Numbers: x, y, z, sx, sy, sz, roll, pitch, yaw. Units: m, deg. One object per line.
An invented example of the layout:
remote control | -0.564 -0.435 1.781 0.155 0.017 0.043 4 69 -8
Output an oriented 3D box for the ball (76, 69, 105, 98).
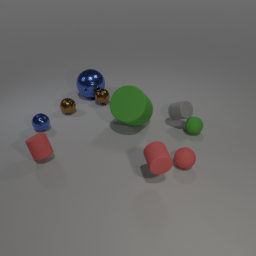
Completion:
ball | -1.806 -2.153 13.605 1.400 1.400 1.400 0 31 0

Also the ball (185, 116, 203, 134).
ball | 2.565 -0.098 10.881 0.700 0.700 0.700 0 31 0

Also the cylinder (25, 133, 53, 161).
cylinder | -2.951 0.616 9.356 0.700 0.700 0.700 -18 18 6

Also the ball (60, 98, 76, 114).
ball | -2.647 -0.976 12.345 0.700 0.700 0.700 0 31 0

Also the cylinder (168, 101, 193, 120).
cylinder | 2.066 -0.685 11.003 0.700 0.700 0.700 -24 10 -34

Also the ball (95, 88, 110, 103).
ball | -1.200 -1.494 13.062 0.700 0.700 0.700 0 31 0

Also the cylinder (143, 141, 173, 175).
cylinder | 0.864 0.863 8.104 0.700 0.700 0.700 -6 37 -10

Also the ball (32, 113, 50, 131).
ball | -3.456 -0.235 11.107 0.700 0.700 0.700 0 31 0

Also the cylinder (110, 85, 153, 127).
cylinder | 0.166 -0.820 10.895 1.400 1.400 1.400 11 -3 17

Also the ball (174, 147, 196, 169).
ball | 1.841 0.971 9.062 0.700 0.700 0.700 0 31 0
